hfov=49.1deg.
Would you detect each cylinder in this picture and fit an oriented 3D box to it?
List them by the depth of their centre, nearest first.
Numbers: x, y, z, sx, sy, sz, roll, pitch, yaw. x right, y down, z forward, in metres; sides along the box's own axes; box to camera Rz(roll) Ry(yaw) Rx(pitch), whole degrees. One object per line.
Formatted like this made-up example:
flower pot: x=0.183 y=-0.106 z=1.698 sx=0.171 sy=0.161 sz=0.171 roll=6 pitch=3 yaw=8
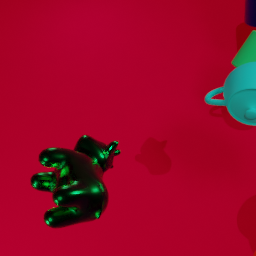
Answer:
cylinder: x=2.929 y=-1.619 z=6.308 sx=0.833 sy=0.833 sz=0.833 roll=23 pitch=26 yaw=-12
cylinder: x=3.359 y=-3.113 z=6.400 sx=1.260 sy=1.260 sz=1.260 roll=-9 pitch=34 yaw=7

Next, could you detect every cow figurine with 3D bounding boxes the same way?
cow figurine: x=-0.535 y=0.639 z=3.707 sx=1.362 sy=0.760 sz=1.384 roll=7 pitch=30 yaw=-38

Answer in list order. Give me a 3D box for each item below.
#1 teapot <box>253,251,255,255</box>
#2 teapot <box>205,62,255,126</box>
teapot: x=2.540 y=2.368 z=4.154 sx=1.018 sy=1.293 sz=2.079 roll=49 pitch=58 yaw=-29
teapot: x=2.474 y=-0.561 z=5.269 sx=2.026 sy=1.259 sz=0.992 roll=6 pitch=48 yaw=31
